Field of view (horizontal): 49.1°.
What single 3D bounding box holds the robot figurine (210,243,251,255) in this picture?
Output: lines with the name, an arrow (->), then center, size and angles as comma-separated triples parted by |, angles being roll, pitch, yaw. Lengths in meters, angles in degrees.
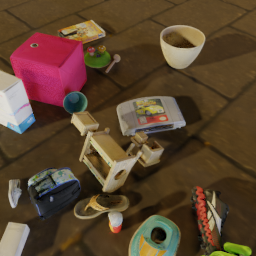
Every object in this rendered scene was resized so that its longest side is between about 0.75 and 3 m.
robot figurine -> 2.557, 3.592, 6.731 | 1.721, 0.996, 1.510 | 18, 70, -10

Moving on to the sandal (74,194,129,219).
sandal -> -0.790, 2.265, 8.402 | 1.672, 0.452, 0.672 | -7, 49, -6

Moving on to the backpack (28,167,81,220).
backpack -> -2.190, 1.789, 8.290 | 1.389, 1.271, 1.021 | -26, 54, -27

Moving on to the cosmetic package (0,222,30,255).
cosmetic package -> -3.153, 3.144, 7.674 | 0.552, 0.397, 0.978 | 7, 50, 6

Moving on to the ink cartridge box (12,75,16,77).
ink cartridge box -> -5.333, -1.859, 12.173 | 1.225, 0.249, 1.223 | 16, 50, 14

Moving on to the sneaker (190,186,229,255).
sneaker -> 2.429, 2.602, 7.902 | 1.030, 0.745, 2.108 | -2, 47, 1

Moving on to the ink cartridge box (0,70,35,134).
ink cartridge box -> -4.408, -0.989, 10.193 | 1.488, 2.059, 0.872 | 24, 53, 20

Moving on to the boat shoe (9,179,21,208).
boat shoe -> -3.493, 1.983, 8.706 | 0.334, 0.368, 1.002 | -15, 50, -12

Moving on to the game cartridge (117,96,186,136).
game cartridge -> 0.837, -0.536, 10.897 | 2.421, 0.495, 1.611 | -9, 45, -8

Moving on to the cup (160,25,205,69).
cup -> 2.433, -3.602, 12.930 | 1.976, 1.413, 1.976 | -1, 48, 1

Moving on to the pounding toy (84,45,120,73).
pounding toy -> -1.319, -3.469, 13.239 | 1.676, 0.778, 1.294 | 25, 54, 21

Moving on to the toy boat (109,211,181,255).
toy boat -> 0.336, 2.917, 7.509 | 2.004, 0.931, 1.685 | 22, 53, 18

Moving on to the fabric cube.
fabric cube -> -3.098, -2.367, 11.411 | 2.068, 2.074, 2.035 | 14, 49, 12

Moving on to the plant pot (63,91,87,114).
plant pot -> -2.072, -1.060, 10.873 | 0.903, 0.903, 0.608 | -13, 29, -11

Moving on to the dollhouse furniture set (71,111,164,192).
dollhouse furniture set -> -0.488, 0.645, 9.628 | 2.206, 1.387, 2.494 | -10, 44, -42

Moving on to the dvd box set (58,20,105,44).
dvd box set -> -2.472, -5.053, 14.945 | 2.082, 0.306, 1.524 | -26, 54, -21
